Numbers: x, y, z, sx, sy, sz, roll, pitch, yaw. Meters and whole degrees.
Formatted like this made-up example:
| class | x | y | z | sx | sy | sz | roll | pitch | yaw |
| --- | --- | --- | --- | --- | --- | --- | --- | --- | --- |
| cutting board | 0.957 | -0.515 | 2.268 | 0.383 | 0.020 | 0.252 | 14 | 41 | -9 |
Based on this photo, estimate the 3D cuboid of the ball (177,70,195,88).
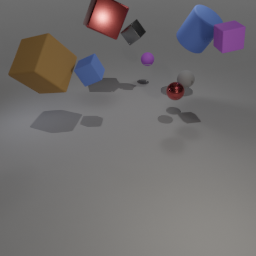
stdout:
| class | x | y | z | sx | sy | sz | roll | pitch | yaw |
| --- | --- | --- | --- | --- | --- | --- | --- | --- | --- |
| ball | 2.314 | -1.956 | 11.222 | 0.700 | 0.700 | 0.700 | 0 | 31 | 0 |

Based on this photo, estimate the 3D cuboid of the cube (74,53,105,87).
| class | x | y | z | sx | sy | sz | roll | pitch | yaw |
| --- | --- | --- | --- | --- | --- | --- | --- | --- | --- |
| cube | -1.294 | -1.964 | 9.514 | 0.700 | 0.700 | 0.700 | -18 | 37 | 22 |

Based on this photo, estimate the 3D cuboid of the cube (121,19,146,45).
| class | x | y | z | sx | sy | sz | roll | pitch | yaw |
| --- | --- | --- | --- | --- | --- | --- | --- | --- | --- |
| cube | 0.236 | -4.257 | 12.479 | 0.700 | 0.700 | 0.700 | -24 | 24 | 43 |

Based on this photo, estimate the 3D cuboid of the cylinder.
| class | x | y | z | sx | sy | sz | roll | pitch | yaw |
| --- | --- | --- | --- | --- | --- | --- | --- | --- | --- |
| cylinder | 2.974 | -4.105 | 11.692 | 1.400 | 1.400 | 1.400 | 15 | 51 | -20 |

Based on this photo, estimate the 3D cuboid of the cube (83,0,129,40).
| class | x | y | z | sx | sy | sz | roll | pitch | yaw |
| --- | --- | --- | --- | --- | --- | --- | --- | --- | --- |
| cube | -0.986 | -4.810 | 12.055 | 1.400 | 1.400 | 1.400 | 17 | 19 | -22 |

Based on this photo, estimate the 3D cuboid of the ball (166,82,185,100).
| class | x | y | z | sx | sy | sz | roll | pitch | yaw |
| --- | --- | --- | --- | --- | --- | --- | --- | --- | --- |
| ball | 1.810 | -1.410 | 10.702 | 0.700 | 0.700 | 0.700 | 0 | 31 | 0 |

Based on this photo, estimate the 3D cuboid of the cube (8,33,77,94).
| class | x | y | z | sx | sy | sz | roll | pitch | yaw |
| --- | --- | --- | --- | --- | --- | --- | --- | --- | --- |
| cube | -2.821 | -2.091 | 9.392 | 1.400 | 1.400 | 1.400 | 2 | 71 | 34 |

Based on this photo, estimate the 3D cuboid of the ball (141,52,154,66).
| class | x | y | z | sx | sy | sz | roll | pitch | yaw |
| --- | --- | --- | --- | --- | --- | --- | --- | --- | --- |
| ball | 1.026 | -3.611 | 14.703 | 0.700 | 0.700 | 0.700 | 0 | 31 | 0 |

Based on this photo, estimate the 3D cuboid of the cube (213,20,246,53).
| class | x | y | z | sx | sy | sz | roll | pitch | yaw |
| --- | --- | --- | --- | --- | --- | --- | --- | --- | --- |
| cube | 3.123 | -2.830 | 8.682 | 0.700 | 0.700 | 0.700 | -13 | 37 | -2 |
